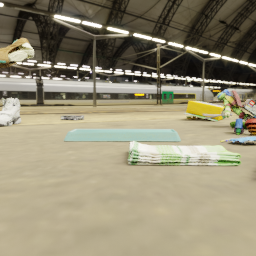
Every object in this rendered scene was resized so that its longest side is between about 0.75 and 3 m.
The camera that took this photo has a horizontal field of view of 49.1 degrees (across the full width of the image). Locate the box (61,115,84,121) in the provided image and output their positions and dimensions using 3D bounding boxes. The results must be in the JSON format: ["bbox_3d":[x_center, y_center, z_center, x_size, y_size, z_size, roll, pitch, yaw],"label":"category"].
[{"bbox_3d":[-2.572,-0.480,12.974,0.864,0.215,0.681,2,5,23],"label":"box"}]

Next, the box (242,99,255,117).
[{"bbox_3d":[4.027,-0.421,8.425,1.139,0.332,1.663,37,15,12],"label":"box"}]

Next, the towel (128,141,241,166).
[{"bbox_3d":[0.718,0.322,3.979,1.430,0.219,1.066,0,6,1],"label":"towel"}]

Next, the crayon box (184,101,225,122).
[{"bbox_3d":[3.675,-0.824,13.037,1.510,0.620,2.403,16,12,25],"label":"crayon box"}]

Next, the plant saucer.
[{"bbox_3d":[-0.110,0.145,6.056,2.399,0.228,0.839,-1,5,3],"label":"plant saucer"}]

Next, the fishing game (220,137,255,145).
[{"bbox_3d":[2.278,0.247,5.346,0.926,0.144,0.663,-6,1,36],"label":"fishing game"}]

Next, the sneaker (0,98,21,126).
[{"bbox_3d":[-4.285,-0.577,9.845,0.627,0.959,1.668,0,5,2],"label":"sneaker"}]

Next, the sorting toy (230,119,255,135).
[{"bbox_3d":[2.902,0.025,6.959,0.568,0.388,0.945,14,-12,-21],"label":"sorting toy"}]

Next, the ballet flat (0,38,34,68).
[{"bbox_3d":[-3.815,-2.604,9.769,0.814,0.763,2.250,8,28,11],"label":"ballet flat"}]

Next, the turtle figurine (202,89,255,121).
[{"bbox_3d":[3.266,-0.392,9.016,1.377,1.420,1.022,36,-15,18],"label":"turtle figurine"}]

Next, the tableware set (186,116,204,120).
[{"bbox_3d":[3.279,-0.537,13.804,0.831,0.189,1.233,0,6,7],"label":"tableware set"}]
